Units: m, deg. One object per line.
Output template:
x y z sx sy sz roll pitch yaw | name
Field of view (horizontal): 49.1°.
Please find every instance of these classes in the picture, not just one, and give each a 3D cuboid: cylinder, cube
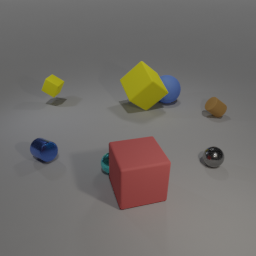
-2.911 0.744 9.702 0.700 0.700 0.700 14 30 42 | cylinder
3.956 -0.937 12.623 0.700 0.700 0.700 31 19 -24 | cylinder
0.739 -1.927 12.996 1.400 1.400 1.400 24 35 -49 | cube
0.276 1.248 8.094 1.400 1.400 1.400 -7 31 -14 | cube
-3.601 -2.022 13.453 0.700 0.700 0.700 30 32 -3 | cube

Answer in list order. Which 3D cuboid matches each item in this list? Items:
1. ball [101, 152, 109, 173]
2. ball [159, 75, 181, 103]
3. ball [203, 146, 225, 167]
-0.536 1.125 9.065 0.700 0.700 0.700 0 29 0 | ball
1.918 -1.930 13.978 1.400 1.400 1.400 0 29 0 | ball
2.870 0.969 9.398 0.700 0.700 0.700 0 29 0 | ball
